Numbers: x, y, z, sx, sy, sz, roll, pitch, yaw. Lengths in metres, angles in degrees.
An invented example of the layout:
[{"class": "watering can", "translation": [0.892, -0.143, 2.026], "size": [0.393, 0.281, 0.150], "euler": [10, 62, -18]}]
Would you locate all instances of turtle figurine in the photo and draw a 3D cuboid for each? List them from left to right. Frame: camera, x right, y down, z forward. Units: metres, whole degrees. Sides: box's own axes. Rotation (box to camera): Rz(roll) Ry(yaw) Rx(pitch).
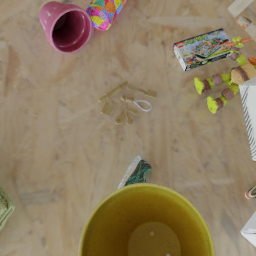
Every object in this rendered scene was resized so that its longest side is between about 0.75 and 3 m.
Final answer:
[{"class": "turtle figurine", "translation": [3.261, -1.611, 8.464], "size": [2.364, 0.944, 2.932], "euler": [-27, 83, -1]}]

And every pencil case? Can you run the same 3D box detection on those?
[{"class": "pencil case", "translation": [-0.600, -4.458, 9.581], "size": [1.029, 1.029, 2.327], "euler": [26, 69, 10]}]

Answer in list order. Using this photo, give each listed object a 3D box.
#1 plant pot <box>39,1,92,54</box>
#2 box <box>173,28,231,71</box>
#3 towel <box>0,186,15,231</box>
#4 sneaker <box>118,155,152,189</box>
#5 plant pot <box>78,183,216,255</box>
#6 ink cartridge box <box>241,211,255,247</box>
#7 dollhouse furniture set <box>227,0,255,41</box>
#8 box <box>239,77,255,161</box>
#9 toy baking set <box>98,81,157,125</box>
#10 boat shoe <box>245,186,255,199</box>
[{"class": "plant pot", "translation": [-2.114, -3.347, 8.986], "size": [1.478, 1.478, 1.323], "euler": [-37, 58, -13]}, {"class": "box", "translation": [2.479, -2.579, 9.188], "size": [1.776, 0.308, 0.977], "euler": [-20, 70, -7]}, {"class": "towel", "translation": [-4.360, 1.827, 7.069], "size": [2.983, 0.544, 2.213], "euler": [38, 93, 13]}, {"class": "sneaker", "translation": [0.177, 1.430, 7.540], "size": [0.629, 0.535, 1.379], "euler": [29, 73, 7]}, {"class": "plant pot", "translation": [0.472, 2.709, 6.186], "size": [2.640, 1.874, 2.640], "euler": [-4, 67, 10]}, {"class": "ink cartridge box", "translation": [4.516, 2.545, 6.276], "size": [2.753, 1.991, 2.027], "euler": [40, 74, 14]}, {"class": "dollhouse furniture set", "translation": [2.521, -1.980, 5.311], "size": [1.185, 0.525, 0.614], "euler": [36, 33, -20]}, {"class": "box", "translation": [2.259, -0.138, 4.519], "size": [0.565, 0.470, 1.376], "euler": [-24, 107, -25]}, {"class": "toy baking set", "translation": [-0.021, -0.801, 8.582], "size": [1.727, 0.201, 1.326], "euler": [-40, 77, -14]}, {"class": "boat shoe", "translation": [3.591, 1.627, 7.572], "size": [0.900, 0.282, 0.320], "euler": [-26, 69, -11]}]
